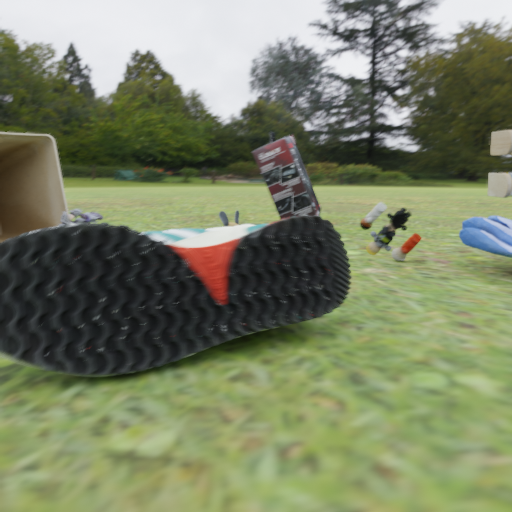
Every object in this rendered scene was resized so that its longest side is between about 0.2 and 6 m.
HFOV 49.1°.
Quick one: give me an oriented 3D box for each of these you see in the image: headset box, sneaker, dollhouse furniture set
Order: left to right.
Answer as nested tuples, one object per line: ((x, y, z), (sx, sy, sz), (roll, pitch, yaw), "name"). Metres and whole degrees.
((-0.866, 0.354, 5.219), (3.433, 1.209, 1.605), (-7, -7, -29), "sneaker")
((0.797, -2.012, 14.426), (0.939, 2.430, 1.809), (-20, 9, 13), "headset box")
((5.269, -1.074, 9.503), (2.076, 2.369, 1.574), (0, 9, 2), "dollhouse furniture set")

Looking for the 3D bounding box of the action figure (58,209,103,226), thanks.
((-3.704, -0.631, 11.572), (0.424, 0.796, 1.223), (32, 20, 5), "action figure")

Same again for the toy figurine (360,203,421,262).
((2.255, -0.393, 9.581), (0.886, 0.900, 0.626), (8, -40, -27), "toy figurine")

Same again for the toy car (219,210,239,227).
((-0.472, -0.309, 9.363), (0.710, 0.900, 0.739), (7, 11, 38), "toy car")

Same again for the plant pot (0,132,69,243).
((-5.460, -1.151, 11.412), (1.999, 2.258, 2.255), (-10, 2, 35), "plant pot")

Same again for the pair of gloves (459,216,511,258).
((5.143, -0.108, 8.302), (3.806, 0.434, 3.060), (-1, 21, -11), "pair of gloves")
